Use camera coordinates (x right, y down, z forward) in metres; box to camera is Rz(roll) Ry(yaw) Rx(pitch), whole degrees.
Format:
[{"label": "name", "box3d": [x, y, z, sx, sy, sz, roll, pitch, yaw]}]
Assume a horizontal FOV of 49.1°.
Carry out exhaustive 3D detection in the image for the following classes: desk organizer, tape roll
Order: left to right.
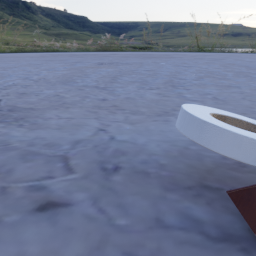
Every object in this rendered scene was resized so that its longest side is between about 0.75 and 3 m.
[{"label": "tape roll", "box3d": [1.751, 0.092, 4.390, 2.017, 0.368, 2.017, 14, 15, -4]}, {"label": "desk organizer", "box3d": [2.466, 0.730, 3.465, 2.214, 0.794, 0.852, -5, 38, -15]}]
